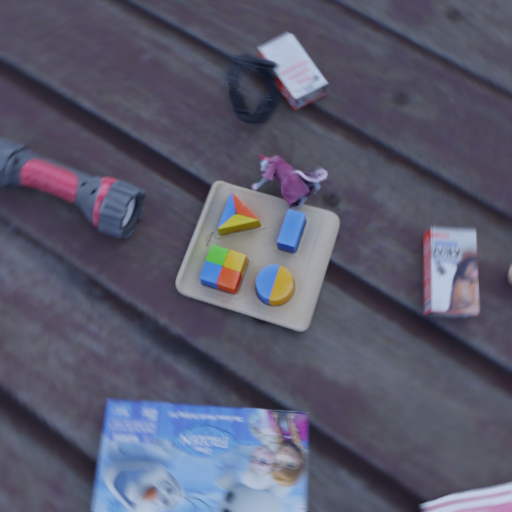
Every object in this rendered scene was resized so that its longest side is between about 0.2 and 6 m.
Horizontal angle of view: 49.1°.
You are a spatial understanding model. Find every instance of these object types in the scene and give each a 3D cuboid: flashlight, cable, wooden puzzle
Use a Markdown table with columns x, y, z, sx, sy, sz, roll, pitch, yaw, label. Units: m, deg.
| x | y | z | sx | sy | sz | roll | pitch | yaw | label |
| --- | --- | --- | --- | --- | --- | --- | --- | --- | --- |
| -3.097 | -1.093 | 8.836 | 2.613 | 0.884 | 0.888 | 20 | 69 | 5 | flashlight |
| -0.093 | -2.710 | 9.142 | 0.334 | 1.316 | 1.074 | 23 | 110 | 32 | cable |
| 0.051 | -0.077 | 8.722 | 2.160 | 0.500 | 2.001 | 18 | 73 | 5 | wooden puzzle |

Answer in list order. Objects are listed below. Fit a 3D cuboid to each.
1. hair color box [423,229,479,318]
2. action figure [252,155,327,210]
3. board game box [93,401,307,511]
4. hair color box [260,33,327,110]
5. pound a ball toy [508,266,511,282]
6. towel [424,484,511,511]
| x | y | z | sx | sy | sz | roll | pitch | yaw | label |
| --- | --- | --- | --- | --- | --- | --- | --- | --- | --- |
| 3.003 | 0.265 | 8.664 | 0.727 | 0.419 | 1.310 | 4 | 74 | 1 | hair color box |
| 0.445 | -1.270 | 8.840 | 1.066 | 0.793 | 0.714 | 45 | 49 | 10 | action figure |
| -0.758 | 3.468 | 7.578 | 2.810 | 0.609 | 2.796 | 3 | 74 | 1 | board game box |
| 0.628 | -3.206 | 9.743 | 0.655 | 0.377 | 1.180 | -29 | 74 | -8 | hair color box |
| 5.303 | 0.051 | 8.549 | 2.527 | 1.074 | 1.648 | 22 | 100 | 6 | pound a ball toy |
| 3.290 | 4.261 | 7.499 | 1.557 | 0.318 | 2.127 | -11 | 73 | -4 | towel |
